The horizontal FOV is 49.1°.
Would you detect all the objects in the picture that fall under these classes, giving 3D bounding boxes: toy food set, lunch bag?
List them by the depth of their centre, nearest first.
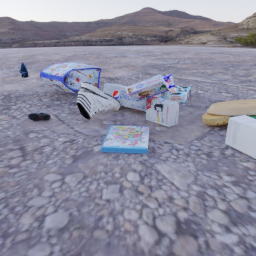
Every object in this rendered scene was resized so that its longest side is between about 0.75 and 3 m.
[{"bbox_3d":[4.516,-0.635,10.899,2.809,0.690,2.838,1,12,36],"label":"toy food set"},{"bbox_3d":[-3.252,-2.826,15.796,2.282,1.662,2.684,18,19,37],"label":"lunch bag"}]

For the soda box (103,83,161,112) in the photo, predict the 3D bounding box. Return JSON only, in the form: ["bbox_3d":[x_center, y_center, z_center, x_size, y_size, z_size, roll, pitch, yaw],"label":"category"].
[{"bbox_3d":[0.105,-1.414,12.828,2.761,0.876,0.942,18,12,39],"label":"soda box"}]

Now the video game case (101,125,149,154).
[{"bbox_3d":[-0.028,0.338,9.422,1.434,0.178,2.004,2,21,5],"label":"video game case"}]

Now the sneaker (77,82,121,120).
[{"bbox_3d":[-1.320,-0.897,11.838,0.876,1.336,2.322,15,-9,41],"label":"sneaker"}]

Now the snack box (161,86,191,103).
[{"bbox_3d":[2.536,-1.828,14.846,1.284,0.410,2.210,7,22,19],"label":"snack box"}]

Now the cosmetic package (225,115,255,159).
[{"bbox_3d":[3.850,0.328,8.357,0.752,0.954,1.773,-9,24,-26],"label":"cosmetic package"}]

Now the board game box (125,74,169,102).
[{"bbox_3d":[0.768,-1.481,10.689,1.398,0.288,1.394,-19,-12,16],"label":"board game box"}]

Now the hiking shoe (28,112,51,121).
[{"bbox_3d":[-3.614,-0.459,11.430,0.891,0.337,0.449,4,11,-15],"label":"hiking shoe"}]

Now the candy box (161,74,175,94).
[{"bbox_3d":[1.213,-2.091,14.369,1.875,0.722,1.585,-8,16,35],"label":"candy box"}]

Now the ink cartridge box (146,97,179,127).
[{"bbox_3d":[1.327,-0.651,10.982,0.516,0.907,1.245,-17,26,-39],"label":"ink cartridge box"}]

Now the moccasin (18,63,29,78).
[{"bbox_3d":[-3.495,-1.880,9.372,0.264,0.774,0.311,-21,70,-18],"label":"moccasin"}]
